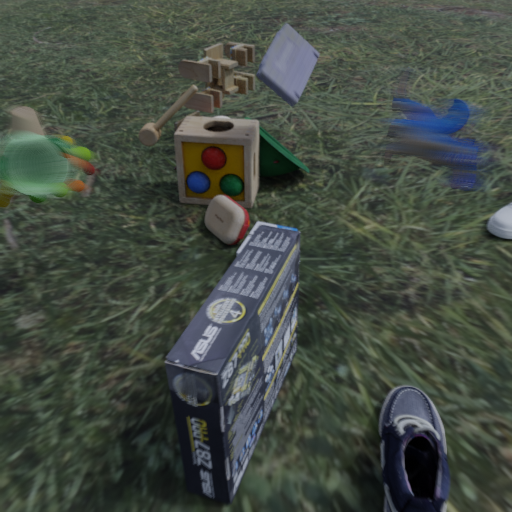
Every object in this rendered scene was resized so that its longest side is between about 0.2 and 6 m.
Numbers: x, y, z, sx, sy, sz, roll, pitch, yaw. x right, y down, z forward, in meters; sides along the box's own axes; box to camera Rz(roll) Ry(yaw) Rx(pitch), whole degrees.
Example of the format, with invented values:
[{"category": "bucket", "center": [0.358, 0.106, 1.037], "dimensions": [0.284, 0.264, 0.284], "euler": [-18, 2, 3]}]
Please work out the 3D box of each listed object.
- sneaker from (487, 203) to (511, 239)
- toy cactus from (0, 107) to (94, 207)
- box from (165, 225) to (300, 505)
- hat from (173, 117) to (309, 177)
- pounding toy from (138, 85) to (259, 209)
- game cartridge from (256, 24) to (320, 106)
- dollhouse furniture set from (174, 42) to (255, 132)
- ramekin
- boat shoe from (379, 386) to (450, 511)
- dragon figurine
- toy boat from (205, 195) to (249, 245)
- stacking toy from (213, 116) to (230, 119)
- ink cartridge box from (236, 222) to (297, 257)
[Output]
[{"category": "sneaker", "center": [6.314, -1.425, 12.567], "dimensions": [2.649, 1.531, 0.976], "euler": [-22, 42, -26]}, {"category": "toy cactus", "center": [-3.737, -1.684, 9.358], "dimensions": [2.083, 1.719, 1.065], "euler": [-20, 50, -28]}, {"category": "box", "center": [-0.135, 1.377, 7.754], "dimensions": [0.749, 2.457, 3.048], "euler": [12, 38, 17]}, {"category": "hat", "center": [-0.225, -2.190, 14.677], "dimensions": [2.496, 2.197, 2.068], "euler": [43, 12, 13]}, {"category": "pounding toy", "center": [-1.463, -2.576, 13.260], "dimensions": [2.922, 2.567, 1.337], "euler": [5, 36, 7]}, {"category": "game cartridge", "center": [0.657, -3.918, 11.446], "dimensions": [1.013, 0.300, 1.563], "euler": [34, 60, -17]}, {"category": "dollhouse furniture set", "center": [-1.387, -4.706, 16.218], "dimensions": [1.784, 2.685, 2.353], "euler": [18, 38, 24]}, {"category": "ramekin", "center": [-3.445, -1.439, 8.680], "dimensions": [0.925, 0.925, 0.452], "euler": [-18, 34, -23]}, {"category": "boat shoe", "center": [2.121, 2.443, 7.330], "dimensions": [0.950, 1.180, 2.544], "euler": [5, 36, 7]}, {"category": "dragon figurine", "center": [2.739, -1.954, 8.625], "dimensions": [1.373, 0.813, 2.761], "euler": [8, 41, 8]}, {"category": "toy boat", "center": [-0.520, -0.788, 12.439], "dimensions": [0.868, 0.866, 1.328], "euler": [11, 22, -43]}, {"category": "stacking toy", "center": [-1.345, -3.137, 15.489], "dimensions": [1.450, 1.450, 1.984], "euler": [-20, 23, -26]}, {"category": "ink cartridge box", "center": [0.239, -0.106, 11.531], "dimensions": [0.930, 0.545, 1.270], "euler": [12, 35, 16]}]
